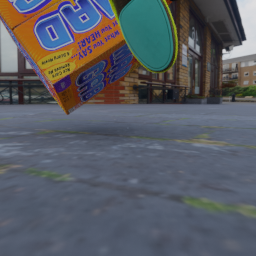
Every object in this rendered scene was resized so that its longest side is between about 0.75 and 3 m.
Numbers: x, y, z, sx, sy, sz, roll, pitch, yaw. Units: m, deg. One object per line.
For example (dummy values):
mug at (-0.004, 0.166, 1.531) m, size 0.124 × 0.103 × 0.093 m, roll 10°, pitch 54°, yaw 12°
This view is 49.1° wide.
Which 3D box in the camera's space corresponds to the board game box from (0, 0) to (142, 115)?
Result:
board game box at (-1.407, -2.637, 7.513) m, size 2.968 × 2.966 × 2.966 m, roll -35°, pitch -4°, yaw -11°

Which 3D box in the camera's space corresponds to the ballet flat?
ballet flat at (0.094, -1.823, 3.983) m, size 0.738 × 2.209 × 0.741 m, roll -30°, pitch 4°, yaw 24°

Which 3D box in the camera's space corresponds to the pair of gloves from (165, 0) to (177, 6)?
pair of gloves at (1.268, -4.284, 8.802) m, size 1.108 × 0.137 × 0.987 m, roll 5°, pitch -23°, yaw -37°
